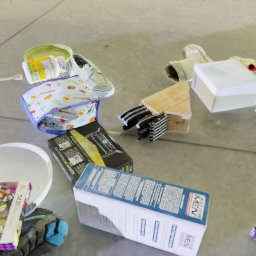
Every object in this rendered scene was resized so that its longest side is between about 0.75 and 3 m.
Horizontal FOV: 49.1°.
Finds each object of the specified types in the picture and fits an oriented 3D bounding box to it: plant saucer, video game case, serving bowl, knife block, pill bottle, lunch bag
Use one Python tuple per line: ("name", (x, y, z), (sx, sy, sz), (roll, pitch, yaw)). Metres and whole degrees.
("plant saucer", (-3.855, -3.468, 13.675), (2.324, 0.361, 2.324), (0, 41, 0))
("video game case", (-3.185, 1.895, 6.144), (1.795, 0.321, 1.627), (-2, 38, -2))
("serving bowl", (-3.212, 1.520, 7.462), (2.479, 0.815, 2.479), (0, 41, 0))
("knife block", (0.957, -0.658, 9.949), (2.424, 0.883, 2.761), (5, 42, 4))
("pill bottle", (-3.584, -2.601, 12.188), (1.704, 0.946, 0.946), (-20, 45, -21))
("lunch bag", (-2.382, -0.750, 9.727), (2.228, 1.380, 1.894), (-16, 43, -30))

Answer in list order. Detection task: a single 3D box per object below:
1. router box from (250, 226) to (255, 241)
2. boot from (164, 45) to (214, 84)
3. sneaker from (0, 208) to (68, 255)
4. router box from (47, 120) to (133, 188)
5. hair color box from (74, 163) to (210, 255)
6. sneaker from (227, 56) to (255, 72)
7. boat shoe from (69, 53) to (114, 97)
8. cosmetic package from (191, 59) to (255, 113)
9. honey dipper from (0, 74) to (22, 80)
("router box", (3.751, 2.579, 6.585), (1.310, 0.342, 1.030), (-18, 44, -20))
("boot", (2.538, -2.892, 12.573), (2.010, 0.936, 2.598), (-13, 44, -13))
("sneaker", (-2.633, 2.769, 6.111), (2.665, 0.976, 1.092), (-29, 28, -34))
("router box", (-1.165, 0.835, 8.441), (1.752, 0.582, 2.229), (-23, 46, -25))
("hair color box", (0.287, 1.900, 6.521), (2.901, 1.451, 0.878), (13, 42, 14))
("sneaker", (5.165, -2.834, 12.742), (1.583, 0.619, 0.715), (-2, 43, -3))
("boat shoe", (-1.672, -2.242, 11.796), (1.061, 0.914, 2.948), (-29, 48, -30))
("cosmetic package", (3.787, -1.705, 10.998), (1.873, 1.155, 1.879), (-10, 43, -11))
("honey dipper", (-5.310, -2.149, 12.260), (1.291, 0.245, 0.245), (-9, 41, -4))
